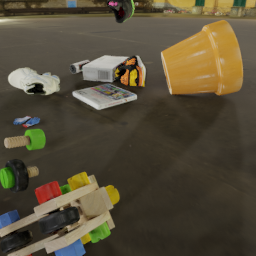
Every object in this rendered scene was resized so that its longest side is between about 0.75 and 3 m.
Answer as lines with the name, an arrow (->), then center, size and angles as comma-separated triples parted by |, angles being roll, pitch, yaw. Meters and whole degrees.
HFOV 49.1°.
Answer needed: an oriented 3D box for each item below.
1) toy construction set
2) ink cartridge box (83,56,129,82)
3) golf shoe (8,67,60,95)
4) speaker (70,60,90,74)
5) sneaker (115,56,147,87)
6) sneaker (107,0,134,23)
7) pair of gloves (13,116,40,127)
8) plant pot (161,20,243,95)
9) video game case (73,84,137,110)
toy construction set -> -0.546, 1.410, 3.945 | 1.817, 1.972, 2.364 | -9, 45, -43
ink cartridge box -> -0.955, -2.930, 13.606 | 1.469, 0.679, 2.696 | 8, 26, 16
golf shoe -> -3.904, -1.777, 11.079 | 2.330, 0.912, 1.133 | 7, 33, 16
speaker -> -2.394, -3.099, 14.165 | 0.475, 0.475, 1.169 | 16, 30, 30
sneaker -> -0.002, -2.633, 12.625 | 1.257, 0.977, 2.794 | -2, 28, -11
sneaker -> -0.282, -4.181, 8.810 | 0.759, 1.978, 0.829 | 17, 62, 26
pair of gloves -> -3.170, -0.220, 8.737 | 0.764, 0.087, 0.614 | 13, 29, 24
plant pot -> 2.651, -2.387, 10.684 | 2.466, 2.694, 2.694 | -14, 25, 7
video game case -> -0.907, -1.240, 10.677 | 1.719, 0.217, 1.886 | -19, 31, -33
